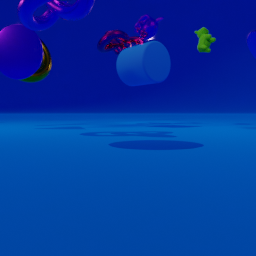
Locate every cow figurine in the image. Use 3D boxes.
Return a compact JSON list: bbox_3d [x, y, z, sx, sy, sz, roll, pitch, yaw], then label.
[{"bbox_3d":[2.817,-3.291,10.528,0.521,0.949,0.934,20,5,-35],"label":"cow figurine"}]

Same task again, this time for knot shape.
[{"bbox_3d":[-1.307,-2.895,5.698,1.980,1.853,0.915,-19,-42,31],"label":"knot shape"},{"bbox_3d":[-0.167,-3.280,11.087,1.845,0.911,1.972,13,12,5],"label":"knot shape"}]

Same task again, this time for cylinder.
[{"bbox_3d":[0.485,-2.001,8.867,1.247,1.247,1.247,-3,3,-41],"label":"cylinder"}]

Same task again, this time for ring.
[{"bbox_3d":[-3.637,-2.566,9.967,1.988,1.988,0.398,-3,-12,-45],"label":"ring"}]

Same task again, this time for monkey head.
[{"bbox_3d":[0.828,-4.141,11.406,0.912,1.089,1.514,35,-44,-8],"label":"monkey head"}]

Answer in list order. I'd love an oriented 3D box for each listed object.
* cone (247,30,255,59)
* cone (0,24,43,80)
[{"bbox_3d":[3.956,-2.339,7.080,1.248,1.243,1.243,-41,5,-1],"label":"cone"},{"bbox_3d":[-2.824,-2.087,8.139,1.444,1.444,1.449,1,6,9],"label":"cone"}]
